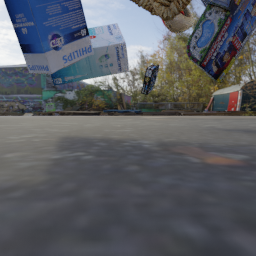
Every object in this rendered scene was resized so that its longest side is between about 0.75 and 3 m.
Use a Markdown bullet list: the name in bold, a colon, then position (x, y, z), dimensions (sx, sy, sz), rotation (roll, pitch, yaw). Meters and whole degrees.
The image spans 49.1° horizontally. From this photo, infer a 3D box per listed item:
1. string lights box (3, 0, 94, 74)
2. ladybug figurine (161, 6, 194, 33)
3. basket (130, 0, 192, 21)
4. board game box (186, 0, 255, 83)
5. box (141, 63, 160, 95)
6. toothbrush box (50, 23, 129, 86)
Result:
- **string lights box**: position (-1.653, -2.551, 5.519), dimensions (0.782, 2.651, 1.362), rotation (9, 34, 34)
- **ladybug figurine**: position (1.542, -3.667, 9.155), dimensions (1.215, 1.789, 0.644), rotation (23, -48, -16)
- **basket**: position (0.250, -2.868, 3.104), dimensions (2.524, 1.880, 1.802), rotation (39, -29, 1)
- **board game box**: position (2.519, -2.944, 7.393), dimensions (0.904, 2.931, 2.929), rotation (36, 14, 30)
- **box**: position (0.891, -1.945, 11.048), dimensions (0.290, 1.003, 1.262), rotation (17, 26, 11)
- **toothbrush box**: position (-1.417, -2.608, 9.740), dimensions (2.622, 1.118, 1.919), rotation (-10, 39, -3)
